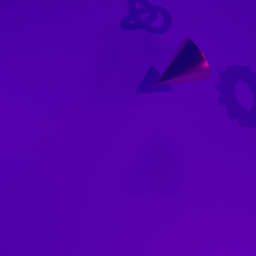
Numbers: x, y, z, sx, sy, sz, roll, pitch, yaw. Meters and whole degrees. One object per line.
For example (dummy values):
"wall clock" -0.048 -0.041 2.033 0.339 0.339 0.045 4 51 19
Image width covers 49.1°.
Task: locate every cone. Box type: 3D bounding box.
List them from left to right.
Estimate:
"cone" 0.954 -1.125 5.594 0.965 0.961 0.961 -32 69 -1
